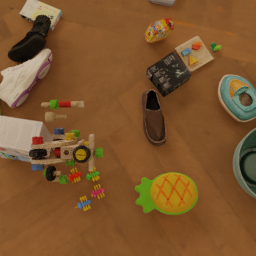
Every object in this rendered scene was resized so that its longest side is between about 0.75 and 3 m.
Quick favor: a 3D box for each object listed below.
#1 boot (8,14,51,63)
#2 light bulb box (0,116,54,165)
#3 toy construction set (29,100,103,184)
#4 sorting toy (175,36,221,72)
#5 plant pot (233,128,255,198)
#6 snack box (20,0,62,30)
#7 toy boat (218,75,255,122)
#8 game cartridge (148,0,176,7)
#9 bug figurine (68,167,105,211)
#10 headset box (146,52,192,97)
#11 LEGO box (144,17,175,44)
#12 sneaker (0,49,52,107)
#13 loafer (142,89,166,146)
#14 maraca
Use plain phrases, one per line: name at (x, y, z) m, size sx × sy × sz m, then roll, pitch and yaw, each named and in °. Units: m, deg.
boot at (-4.118, -3.749, 11.843) m, size 2.084 × 0.784 × 1.558 m, roll -19°, pitch 54°, yaw 24°
light bulb box at (-3.954, 0.473, 10.352) m, size 1.856 × 1.840 × 1.158 m, roll 8°, pitch 69°, yaw 2°
toy construction set at (-1.778, 0.338, 9.307) m, size 2.147 × 2.330 × 2.794 m, roll -2°, pitch 73°, yaw 8°
sorting toy at (3.099, -3.366, 12.074) m, size 1.786 × 0.263 × 1.320 m, roll -30°, pitch 79°, yaw -6°
plant pot at (5.053, 1.378, 10.192) m, size 2.792 × 1.871 × 2.792 m, roll 0°, pitch 78°, yaw 0°
snack box at (-3.864, -5.076, 12.439) m, size 1.597 × 0.296 × 0.928 m, roll 24°, pitch 79°, yaw 5°
toy boat at (4.878, -1.547, 11.210) m, size 2.484 × 1.154 × 2.088 m, roll -33°, pitch 79°, yaw -7°
game cartridge at (1.773, -6.540, 12.747) m, size 1.331 × 0.404 × 1.996 m, roll 14°, pitch 78°, yaw -1°
bug figurine at (-1.589, 2.271, 10.738) m, size 1.274 × 0.423 × 1.643 m, roll -18°, pitch 74°, yaw -10°
headset box at (1.715, -2.245, 11.609) m, size 1.460 × 0.677 × 1.271 m, roll -35°, pitch 79°, yaw -8°
LEGO box at (1.279, -4.019, 11.642) m, size 0.898 × 1.205 × 0.465 m, roll -21°, pitch 91°, yaw -11°
sneaker at (-4.247, -2.262, 11.340) m, size 1.416 × 1.064 × 2.842 m, roll 37°, pitch 80°, yaw -1°
loafer at (0.976, -0.459, 11.117) m, size 0.880 × 0.855 × 2.409 m, roll -12°, pitch 78°, yaw -3°
maraca at (1.405, 2.401, 10.299) m, size 2.292 × 1.226 × 1.571 m, roll -5°, pitch 57°, yaw 4°
